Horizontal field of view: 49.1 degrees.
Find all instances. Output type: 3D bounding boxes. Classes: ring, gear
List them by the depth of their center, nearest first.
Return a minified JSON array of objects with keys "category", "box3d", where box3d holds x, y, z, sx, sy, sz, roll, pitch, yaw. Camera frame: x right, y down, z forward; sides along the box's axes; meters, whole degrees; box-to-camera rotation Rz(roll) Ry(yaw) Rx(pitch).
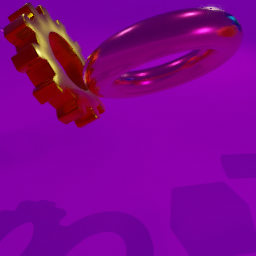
[{"category":"ring","box3d":[0.410,-0.829,3.519,1.984,0.397,1.984,-15,-6,-2]},{"category":"gear","box3d":[-0.914,-0.836,3.862,0.316,1.710,1.710,-27,30,15]}]

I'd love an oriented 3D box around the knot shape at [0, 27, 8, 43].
[{"category":"knot shape","box3d":[-3.149,-1.957,5.349,1.443,1.350,0.667,-15,56,0]}]
